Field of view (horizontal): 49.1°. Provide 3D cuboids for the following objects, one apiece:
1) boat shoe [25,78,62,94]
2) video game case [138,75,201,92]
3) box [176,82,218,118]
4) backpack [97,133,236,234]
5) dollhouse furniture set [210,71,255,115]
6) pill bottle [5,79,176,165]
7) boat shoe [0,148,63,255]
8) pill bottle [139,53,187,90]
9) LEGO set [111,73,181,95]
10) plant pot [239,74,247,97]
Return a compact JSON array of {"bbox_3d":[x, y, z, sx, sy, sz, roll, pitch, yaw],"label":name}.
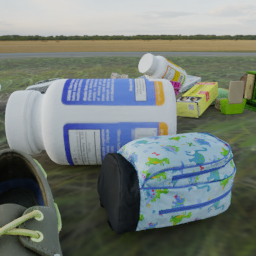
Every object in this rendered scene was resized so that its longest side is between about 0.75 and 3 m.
[{"bbox_3d":[-2.489,-1.435,9.640,2.084,0.751,0.739,-2,39,8],"label":"boat shoe"},{"bbox_3d":[1.938,-2.232,12.976,2.274,0.250,2.073,19,30,30],"label":"video game case"},{"bbox_3d":[2.168,-0.912,8.655,0.718,0.478,1.907,7,29,35],"label":"box"},{"bbox_3d":[0.561,0.638,3.605,1.659,1.275,1.353,11,9,-15],"label":"backpack"},{"bbox_3d":[3.230,-1.353,9.418,1.547,1.185,2.361,-5,19,-16],"label":"dollhouse furniture set"},{"bbox_3d":[-0.606,-0.111,5.018,2.734,1.532,1.532,0,18,-1],"label":"pill bottle"},{"bbox_3d":[-1.110,1.044,2.561,1.015,0.849,2.840,-6,19,-19],"label":"boat shoe"},{"bbox_3d":[1.096,-1.783,8.984,1.534,0.852,0.852,19,3,-38],"label":"pill bottle"},{"bbox_3d":[0.519,-0.980,8.357,2.156,0.822,0.885,14,-8,25],"label":"LEGO set"},{"bbox_3d":[4.699,-1.481,10.477,0.905,0.905,0.896,-14,30,-37],"label":"plant pot"}]
